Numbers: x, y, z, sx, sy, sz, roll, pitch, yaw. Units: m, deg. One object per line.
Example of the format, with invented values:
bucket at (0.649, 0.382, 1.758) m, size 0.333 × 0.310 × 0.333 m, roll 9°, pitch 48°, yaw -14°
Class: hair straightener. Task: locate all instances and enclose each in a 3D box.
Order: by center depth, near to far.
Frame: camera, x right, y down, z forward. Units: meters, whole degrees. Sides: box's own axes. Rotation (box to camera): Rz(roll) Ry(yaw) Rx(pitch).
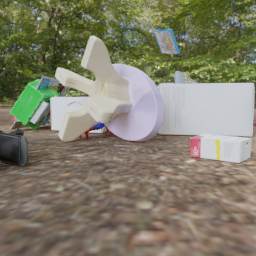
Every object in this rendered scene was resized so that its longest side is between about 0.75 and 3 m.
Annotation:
hair straightener at (-2.522, 0.327, 5.199) m, size 1.099 × 0.585 × 2.857 m, roll -4°, pitch 2°, yaw -44°

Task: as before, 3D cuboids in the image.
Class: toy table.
toy table at (-0.600, -0.797, 7.059) m, size 1.666 × 2.615 × 2.845 m, roll 5°, pitch 14°, yaw -40°

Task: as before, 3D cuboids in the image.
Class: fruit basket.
fruit basket at (-3.112, -0.840, 10.568) m, size 1.141 × 2.254 × 2.434 m, roll 39°, pitch 10°, yaw 13°

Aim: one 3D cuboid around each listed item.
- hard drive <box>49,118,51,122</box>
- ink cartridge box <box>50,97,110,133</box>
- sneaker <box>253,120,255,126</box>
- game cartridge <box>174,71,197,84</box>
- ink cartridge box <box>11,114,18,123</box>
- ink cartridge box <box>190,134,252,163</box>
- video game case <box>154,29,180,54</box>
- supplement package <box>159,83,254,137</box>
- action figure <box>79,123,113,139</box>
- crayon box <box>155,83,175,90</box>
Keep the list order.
hard drive at (-3.013, -0.456, 13.071) m, size 1.432 × 0.290 × 2.171 m, roll -1°, pitch -2°, yaw -10°
ink cartridge box at (-1.187, -0.551, 10.383) m, size 2.078 × 1.197 × 2.847 m, roll 2°, pitch 6°, yaw 24°
sneaker at (5.441, -0.214, 11.953) m, size 0.334 × 0.281 × 0.763 m, roll -2°, pitch 2°, yaw -13°
game cartridge at (2.750, -1.902, 12.867) m, size 1.507 × 1.003 × 0.313 m, roll 22°, pitch -41°, yaw -32°
ink cartridge box at (-4.680, -0.722, 13.522) m, size 1.596 × 0.683 × 1.178 m, roll -13°, pitch 6°, yaw -7°
ink cartridge box at (1.665, 0.349, 5.039) m, size 0.902 × 0.376 × 0.655 m, roll 4°, pitch 7°, yaw 38°
video game case at (1.940, -4.349, 14.139) m, size 0.155 × 1.244 × 1.739 m, roll -31°, pitch 25°, yaw -10°
supplement package at (2.387, -0.602, 8.838) m, size 2.688 × 1.577 × 1.571 m, roll 1°, pitch 5°, yaw 13°
action figure at (-0.757, 0.068, 8.221) m, size 0.485 × 0.736 × 1.487 m, roll 8°, pitch 31°, yaw 38°
crayon box at (1.104, -0.891, 11.244) m, size 1.989 × 1.716 × 0.580 m, roll 5°, pitch 37°, yaw 39°
